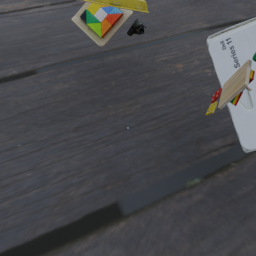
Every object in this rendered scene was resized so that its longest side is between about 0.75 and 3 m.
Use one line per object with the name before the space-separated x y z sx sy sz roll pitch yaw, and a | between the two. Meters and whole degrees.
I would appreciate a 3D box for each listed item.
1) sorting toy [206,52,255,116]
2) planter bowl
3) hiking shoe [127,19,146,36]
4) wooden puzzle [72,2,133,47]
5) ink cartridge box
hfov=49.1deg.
sorting toy | 1.123 -0.403 2.886 0.145 0.856 0.413 30 52 -5
planter bowl | -0.266 -3.871 7.975 1.933 0.805 1.933 8 24 -4
hiking shoe | 0.320 -3.611 10.421 0.522 1.038 0.393 34 78 -11
wooden puzzle | -0.927 -3.967 9.857 1.573 0.317 1.700 44 94 7
ink cartridge box | 2.609 -0.955 5.864 1.225 2.163 2.950 -19 5 21
